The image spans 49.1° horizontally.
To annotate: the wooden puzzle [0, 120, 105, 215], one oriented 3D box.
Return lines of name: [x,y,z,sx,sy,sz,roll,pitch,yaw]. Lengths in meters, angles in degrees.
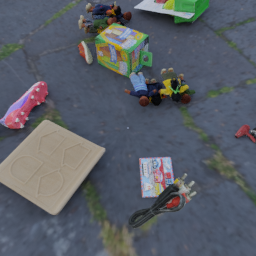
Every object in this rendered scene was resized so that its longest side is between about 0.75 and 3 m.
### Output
wooden puzzle: [-1.971,0.938,7.155,2.214,0.513,2.051,22,55,22]

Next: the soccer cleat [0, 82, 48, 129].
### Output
soccer cleat: [-3.075,-0.754,8.379,0.712,0.621,1.862,10,54,18]

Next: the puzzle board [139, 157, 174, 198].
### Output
puzzle board: [0.744,1.230,7.152,0.839,0.097,1.113,-2,52,-1]

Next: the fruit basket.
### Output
fruit basket: [1.948,-5.231,11.639,2.582,1.210,2.392,19,53,33]

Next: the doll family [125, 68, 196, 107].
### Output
doll family: [1.002,-1.161,8.568,2.219,0.871,1.282,-11,57,-2]

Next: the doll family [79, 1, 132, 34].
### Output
doll family: [-0.758,-4.163,10.682,1.599,1.085,2.766,2,50,9]

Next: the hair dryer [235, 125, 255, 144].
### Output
hair dryer: [3.413,0.179,7.874,0.827,0.225,0.630,0,54,1]

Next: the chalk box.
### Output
chalk box: [-0.024,-2.522,9.365,1.816,1.130,1.124,28,58,22]

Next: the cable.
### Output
cable: [0.531,1.265,4.343,0.321,1.277,0.620,35,18,-21]

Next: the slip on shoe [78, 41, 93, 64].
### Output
slip on shoe: [-1.533,-2.640,9.971,0.338,0.410,1.106,-31,57,10]
